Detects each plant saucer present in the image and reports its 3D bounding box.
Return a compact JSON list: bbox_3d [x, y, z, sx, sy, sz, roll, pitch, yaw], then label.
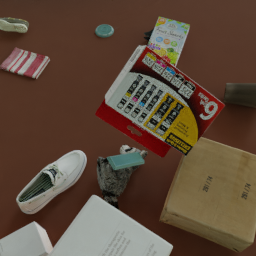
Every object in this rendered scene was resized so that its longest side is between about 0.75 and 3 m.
[{"bbox_3d":[-1.184,-4.915,14.077,0.943,0.129,0.943,0,58,0],"label":"plant saucer"},{"bbox_3d":[-0.027,0.855,7.540,1.170,0.111,0.409,-5,51,-45],"label":"plant saucer"}]

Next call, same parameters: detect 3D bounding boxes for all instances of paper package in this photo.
[{"bbox_3d":[2.773,2.048,9.013,2.712,1.472,2.845,20,60,11],"label":"paper package"}]

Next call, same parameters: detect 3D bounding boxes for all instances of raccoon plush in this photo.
[{"bbox_3d":[-0.084,1.856,9.656,1.726,1.247,2.577,-5,87,-19],"label":"raccoon plush"}]

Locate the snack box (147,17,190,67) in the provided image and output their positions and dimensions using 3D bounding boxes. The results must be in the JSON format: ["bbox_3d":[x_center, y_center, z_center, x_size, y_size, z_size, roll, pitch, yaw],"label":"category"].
[{"bbox_3d":[1.778,-3.925,12.885,1.518,0.565,2.134,20,76,9],"label":"snack box"}]

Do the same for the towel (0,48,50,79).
[{"bbox_3d":[-4.710,-2.989,12.848,1.860,0.212,1.339,17,61,10],"label":"towel"}]

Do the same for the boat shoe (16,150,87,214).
[{"bbox_3d":[-2.495,1.731,9.514,1.033,0.938,2.808,33,64,18],"label":"boat shoe"}]

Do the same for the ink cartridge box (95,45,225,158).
[{"bbox_3d":[0.877,-0.561,8.632,2.997,1.257,2.631,32,100,-15],"label":"ink cartridge box"}]

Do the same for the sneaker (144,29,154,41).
[{"bbox_3d":[1.682,-4.745,13.722,0.941,0.542,1.804,42,70,17],"label":"sneaker"}]

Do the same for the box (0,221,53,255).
[{"bbox_3d":[-3.314,3.765,8.072,2.033,1.264,0.991,-26,62,-15],"label":"box"}]

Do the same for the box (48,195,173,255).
[{"bbox_3d":[-0.670,3.800,7.133,2.367,2.763,2.749,29,60,15],"label":"box"}]

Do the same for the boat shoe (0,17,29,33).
[{"bbox_3d":[-5.837,-5.203,13.990,1.716,0.613,0.513,9,59,-1],"label":"boat shoe"}]

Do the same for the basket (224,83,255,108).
[{"bbox_3d":[4.674,-1.361,11.373,1.424,1.284,0.968,8,75,17],"label":"basket"}]
